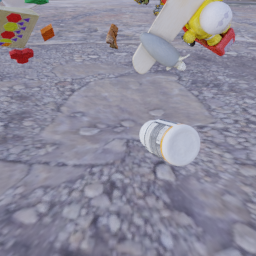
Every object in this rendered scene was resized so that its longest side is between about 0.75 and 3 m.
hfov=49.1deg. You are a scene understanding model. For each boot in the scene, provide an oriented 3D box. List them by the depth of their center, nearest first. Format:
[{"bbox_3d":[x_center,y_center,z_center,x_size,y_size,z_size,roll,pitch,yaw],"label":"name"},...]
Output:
[{"bbox_3d":[-0.443,-2.872,8.857,0.303,0.613,0.789,15,-2,24],"label":"boot"}]

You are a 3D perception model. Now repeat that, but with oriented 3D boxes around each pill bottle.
[{"bbox_3d":[0.441,0.134,3.219,0.446,0.446,0.767,-10,11,-18],"label":"pill bottle"}]

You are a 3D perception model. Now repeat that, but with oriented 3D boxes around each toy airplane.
[{"bbox_3d":[1.184,-2.257,5.108,2.375,2.386,1.683,-15,38,-18],"label":"toy airplane"}]

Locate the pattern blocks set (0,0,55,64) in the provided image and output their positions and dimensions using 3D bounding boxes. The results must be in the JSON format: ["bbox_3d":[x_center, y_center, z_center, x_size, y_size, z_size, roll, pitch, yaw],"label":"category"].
[{"bbox_3d":[-2.564,-2.102,5.913,2.043,0.188,2.325,-3,-18,-45],"label":"pattern blocks set"}]

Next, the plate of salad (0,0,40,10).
[{"bbox_3d":[-2.713,-3.924,7.204,0.590,2.458,2.458,48,43,6],"label":"plate of salad"}]

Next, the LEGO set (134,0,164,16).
[{"bbox_3d":[0.767,-4.226,9.220,1.372,1.034,1.784,6,4,3],"label":"LEGO set"}]
